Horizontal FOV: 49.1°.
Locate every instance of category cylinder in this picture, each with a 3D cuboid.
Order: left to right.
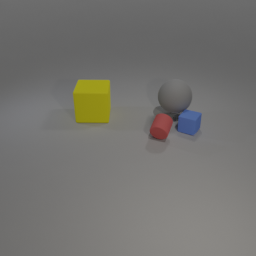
[{"bbox_3d":[1.238,-0.057,10.398,0.700,0.700,0.700,13,53,20],"label":"cylinder"}]

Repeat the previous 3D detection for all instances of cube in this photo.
[{"bbox_3d":[-1.485,-1.153,11.939,1.400,1.400,1.400,0,31,0],"label":"cube"},{"bbox_3d":[2.433,-0.228,11.067,0.700,0.700,0.700,16,36,28],"label":"cube"}]

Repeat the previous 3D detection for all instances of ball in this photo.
[{"bbox_3d":[1.930,-1.298,11.517,1.400,1.400,1.400,0,31,0],"label":"ball"}]
